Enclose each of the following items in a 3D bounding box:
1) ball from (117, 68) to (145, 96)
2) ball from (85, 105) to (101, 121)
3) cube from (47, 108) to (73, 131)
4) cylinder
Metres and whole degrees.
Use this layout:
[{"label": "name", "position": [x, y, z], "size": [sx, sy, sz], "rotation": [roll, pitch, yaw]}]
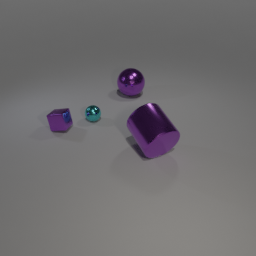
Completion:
[{"label": "ball", "position": [0.150, -2.290, 14.031], "size": [1.400, 1.400, 1.400], "rotation": [0, 31, 0]}, {"label": "ball", "position": [-1.501, -0.631, 11.999], "size": [0.700, 0.700, 0.700], "rotation": [0, 31, 0]}, {"label": "cube", "position": [-2.752, -0.339, 11.344], "size": [0.700, 0.700, 0.700], "rotation": [-3, 24, 16]}, {"label": "cylinder", "position": [0.866, 0.089, 9.779], "size": [1.400, 1.400, 1.400], "rotation": [-16, 55, -25]}]
